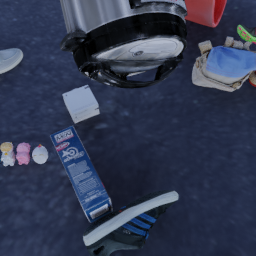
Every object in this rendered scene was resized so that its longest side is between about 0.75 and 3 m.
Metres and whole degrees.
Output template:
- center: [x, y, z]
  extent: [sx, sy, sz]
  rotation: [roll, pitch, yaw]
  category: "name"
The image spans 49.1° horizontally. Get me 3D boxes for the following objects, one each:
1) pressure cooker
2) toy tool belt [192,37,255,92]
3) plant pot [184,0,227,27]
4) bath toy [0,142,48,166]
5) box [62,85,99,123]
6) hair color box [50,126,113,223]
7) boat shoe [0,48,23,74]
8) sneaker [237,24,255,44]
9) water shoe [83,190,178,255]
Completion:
- center: [-0.049, -2.180, 5.830]
  extent: [2.452, 2.490, 2.787]
  rotation: [-13, 85, 9]
  category: "pressure cooker"
- center: [3.098, -1.868, 8.110]
  extent: [2.345, 1.441, 1.464]
  rotation: [5, 59, 3]
  category: "toy tool belt"
- center: [1.991, -5.134, 9.468]
  extent: [2.637, 2.981, 2.981]
  rotation: [16, 59, 21]
  category: "plant pot"
- center: [-2.737, 0.613, 7.154]
  extent: [1.382, 0.601, 0.511]
  rotation: [0, 36, -5]
  category: "bath toy"
- center: [-1.323, -0.680, 7.927]
  extent: [0.780, 0.512, 0.784]
  rotation: [-23, 61, -14]
  category: "box"
- center: [-1.088, 1.057, 6.559]
  extent: [0.617, 1.019, 2.038]
  rotation: [-25, 62, -14]
  category: "hair color box"
- center: [-4.195, -2.075, 8.694]
  extent: [1.875, 0.668, 0.654]
  rotation: [-33, 64, -19]
  category: "boat shoe"
- center: [3.266, -2.432, 7.204]
  extent: [0.964, 0.370, 0.404]
  rotation: [25, 87, -1]
  category: "sneaker"
- center: [0.174, 2.145, 6.179]
  extent: [2.283, 0.816, 0.901]
  rotation: [-23, 87, -13]
  category: "water shoe"
